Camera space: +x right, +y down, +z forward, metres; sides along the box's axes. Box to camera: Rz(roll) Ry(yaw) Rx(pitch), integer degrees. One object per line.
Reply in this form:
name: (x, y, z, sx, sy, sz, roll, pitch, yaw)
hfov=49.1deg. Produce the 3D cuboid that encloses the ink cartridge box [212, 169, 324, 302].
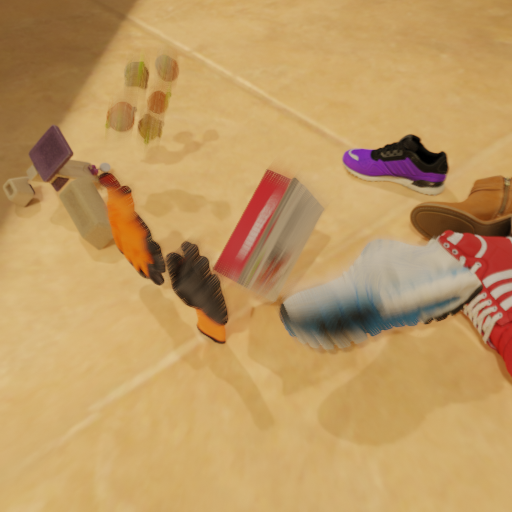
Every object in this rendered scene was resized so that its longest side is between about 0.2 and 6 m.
ink cartridge box: (0.161, -0.335, 8.588, 0.731, 1.530, 1.742, 27, 87, 26)

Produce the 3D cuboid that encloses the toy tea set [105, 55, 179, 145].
toy tea set: (-2.134, -2.984, 10.630, 1.100, 1.850, 0.685, 18, 31, -15)

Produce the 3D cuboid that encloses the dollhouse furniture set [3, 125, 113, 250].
dollhouse furniture set: (-3.442, -0.978, 11.217, 2.388, 1.893, 1.695, 56, 23, 15)

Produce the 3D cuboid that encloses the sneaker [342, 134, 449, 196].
sneaker: (2.917, -2.077, 11.618, 2.208, 1.098, 0.768, 16, 48, 14)

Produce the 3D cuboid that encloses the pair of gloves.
pair of gloves: (-1.391, 0.137, 8.473, 2.632, 2.345, 0.325, 37, 62, 25)

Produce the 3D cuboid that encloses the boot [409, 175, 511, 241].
boot: (4.210, -0.993, 10.702, 2.428, 0.931, 1.885, 8, 44, 13)

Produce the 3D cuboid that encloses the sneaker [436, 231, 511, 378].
sneaker: (3.544, 0.698, 8.910, 1.740, 1.102, 3.094, 11, 39, 5)

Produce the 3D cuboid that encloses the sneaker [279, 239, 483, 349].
sneaker: (1.666, 0.420, 8.201, 3.075, 1.153, 1.333, -8, 52, -21)
